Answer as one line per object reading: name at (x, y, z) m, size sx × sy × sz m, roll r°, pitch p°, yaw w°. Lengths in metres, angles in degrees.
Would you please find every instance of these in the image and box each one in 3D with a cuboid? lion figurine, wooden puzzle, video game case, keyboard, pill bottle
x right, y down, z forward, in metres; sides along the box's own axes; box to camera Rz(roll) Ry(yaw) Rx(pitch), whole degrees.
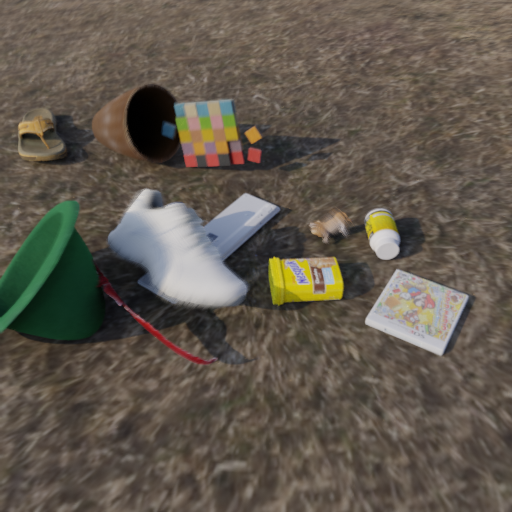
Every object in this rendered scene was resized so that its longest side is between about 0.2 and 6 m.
lion figurine at (1.504, -0.628, 11.128) m, size 0.957 × 0.347 × 0.586 m, roll -26°, pitch 27°, yaw 26°
wooden puzzle at (-1.056, -2.770, 12.778) m, size 2.491 × 1.477 × 0.175 m, roll 1°, pitch 28°, yaw 23°
video game case at (2.814, 0.933, 9.748) m, size 1.348 × 0.170 × 1.482 m, roll 22°, pitch 45°, yaw 23°
keyboard at (-0.843, -0.262, 11.115) m, size 0.947 × 0.179 × 3.366 m, roll 21°, pitch 46°, yaw 30°
pill bottle at (2.490, -0.420, 11.012) m, size 0.574 × 0.574 × 1.020 m, roll 0°, pitch 41°, yaw 0°

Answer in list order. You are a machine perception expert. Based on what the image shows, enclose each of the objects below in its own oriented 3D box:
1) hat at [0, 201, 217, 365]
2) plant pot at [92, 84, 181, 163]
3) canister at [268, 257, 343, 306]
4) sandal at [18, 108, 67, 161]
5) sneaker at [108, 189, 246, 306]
hat at (-2.714, 0.939, 9.487) m, size 2.587 × 2.750 × 3.124 m, roll -45°, pitch 30°, yaw 16°
plant pot at (-3.027, -3.111, 13.463) m, size 1.884 × 1.761 × 1.761 m, roll 6°, pitch 36°, yaw 39°
canister at (0.878, 0.426, 10.077) m, size 1.223 × 0.529 × 0.908 m, roll -3°, pitch 41°, yaw -5°
sandal at (-5.461, -3.169, 14.063) m, size 1.120 × 0.753 × 2.788 m, roll -13°, pitch 42°, yaw -15°
sneaker at (-1.340, -0.147, 9.672) m, size 3.090 × 1.346 × 1.151 m, roll 32°, pitch 12°, yaw 28°
